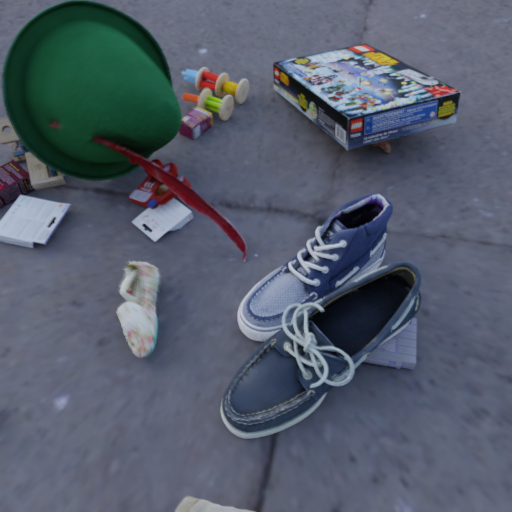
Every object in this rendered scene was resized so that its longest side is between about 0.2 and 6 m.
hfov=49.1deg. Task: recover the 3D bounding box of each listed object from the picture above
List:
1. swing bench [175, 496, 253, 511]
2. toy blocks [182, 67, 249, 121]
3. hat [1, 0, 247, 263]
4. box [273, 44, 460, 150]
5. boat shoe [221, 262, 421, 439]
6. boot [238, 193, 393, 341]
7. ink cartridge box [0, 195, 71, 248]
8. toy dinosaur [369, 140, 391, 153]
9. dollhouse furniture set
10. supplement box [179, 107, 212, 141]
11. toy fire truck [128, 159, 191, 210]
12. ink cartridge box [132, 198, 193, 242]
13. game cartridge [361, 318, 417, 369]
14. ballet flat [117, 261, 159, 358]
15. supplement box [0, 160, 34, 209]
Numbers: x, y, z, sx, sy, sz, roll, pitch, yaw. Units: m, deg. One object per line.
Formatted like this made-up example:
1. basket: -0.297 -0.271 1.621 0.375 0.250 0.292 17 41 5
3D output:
1. swing bench: -0.077 3.182 5.178 1.673 1.091 1.682 10 49 9
2. toy blocks: -1.027 -3.338 11.322 1.419 0.515 1.182 21 51 18
3. hat: -1.612 -2.080 8.352 2.973 3.377 2.797 29 95 44
4. box: 1.942 -3.157 10.671 2.209 0.643 3.227 -16 39 -15
5. boat shoe: 0.845 1.106 6.943 3.042 0.940 1.139 -29 64 -12
6. boot: 0.816 0.077 7.841 2.639 1.192 0.960 -33 56 -26
7. ink cartridge box: -3.600 -0.542 9.060 0.951 0.193 0.949 11 49 9
8. toy dinosaur: 2.060 -2.263 10.434 0.983 0.422 0.666 7 50 9
9. dollhouse furniture set: -3.888 -1.697 9.812 0.907 0.912 1.294 -14 79 -11
10. supplement box: -1.160 -2.538 10.747 0.385 0.304 0.589 30 56 22
11. toy fire truck: -1.607 -1.112 9.299 0.955 0.536 0.802 20 67 41
12. ink cartridge box: -1.524 -0.593 9.162 0.641 0.198 0.790 37 71 28
13. game cartridge: 1.559 1.112 7.592 1.190 0.229 0.772 8 54 8
14. ballet flat: -1.661 0.682 7.697 0.598 0.505 1.581 -40 36 25
15. supplement box: -4.396 -1.123 9.474 0.610 0.342 1.122 36 58 28
